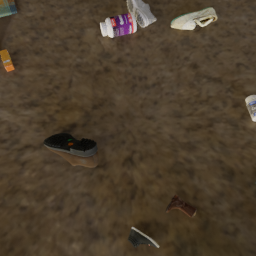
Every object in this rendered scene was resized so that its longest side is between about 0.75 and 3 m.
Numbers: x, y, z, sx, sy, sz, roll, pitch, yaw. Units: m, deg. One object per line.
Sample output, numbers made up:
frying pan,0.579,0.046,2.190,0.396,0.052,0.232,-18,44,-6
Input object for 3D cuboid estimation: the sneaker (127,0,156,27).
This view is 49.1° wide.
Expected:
sneaker,0.495,-4.672,10.982,0.694,0.633,1.694,-21,75,-21

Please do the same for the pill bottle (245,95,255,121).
pill bottle,4.103,-0.648,9.025,0.441,0.441,0.775,-9,63,-4

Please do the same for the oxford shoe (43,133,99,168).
oxford shoe,-1.682,0.703,8.045,2.086,0.880,0.758,15,39,38

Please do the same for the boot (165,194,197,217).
boot,1.471,2.247,7.626,0.763,0.245,0.711,36,46,12

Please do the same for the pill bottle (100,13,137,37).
pill bottle,-0.359,-3.802,10.418,1.270,0.714,0.714,-16,65,-8

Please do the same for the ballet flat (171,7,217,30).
ballet flat,2.558,-4.075,10.622,1.901,0.641,0.593,-23,76,-11

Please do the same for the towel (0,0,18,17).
towel,-5.363,-4.819,11.227,1.667,0.181,1.222,-18,65,-10

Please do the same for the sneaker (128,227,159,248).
sneaker,0.374,3.004,7.335,0.857,0.303,0.425,26,69,18

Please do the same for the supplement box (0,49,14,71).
supplement box,-4.319,-2.417,9.989,0.278,0.268,0.807,-24,67,-12
